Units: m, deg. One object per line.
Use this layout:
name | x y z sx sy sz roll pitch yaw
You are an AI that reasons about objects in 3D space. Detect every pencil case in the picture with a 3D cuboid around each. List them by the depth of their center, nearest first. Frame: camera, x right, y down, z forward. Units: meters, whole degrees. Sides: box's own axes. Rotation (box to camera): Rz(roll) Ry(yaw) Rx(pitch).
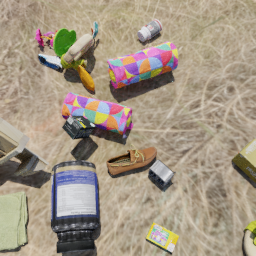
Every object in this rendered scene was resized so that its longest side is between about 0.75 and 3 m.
pencil case | -1.101 -0.506 10.331 2.613 1.155 1.155 17 67 8
pencil case | 0.593 -2.476 10.963 2.849 1.259 1.259 -20 67 -14

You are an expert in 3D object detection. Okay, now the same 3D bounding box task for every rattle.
rattle | 4.616 3.850 8.004 1.748 1.918 2.685 1 59 -16
rattle | -1.441 -3.064 11.621 1.841 1.678 2.578 32 43 2

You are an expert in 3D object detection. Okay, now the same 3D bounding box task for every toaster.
toaster | 1.138 1.544 9.556 0.764 0.845 0.502 40 67 15

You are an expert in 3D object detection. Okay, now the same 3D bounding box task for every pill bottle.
pill bottle | -1.668 2.458 8.794 1.474 1.474 2.636 -5 67 -2
pill bottle | 0.950 -4.270 12.298 1.030 0.597 0.597 -38 71 -16

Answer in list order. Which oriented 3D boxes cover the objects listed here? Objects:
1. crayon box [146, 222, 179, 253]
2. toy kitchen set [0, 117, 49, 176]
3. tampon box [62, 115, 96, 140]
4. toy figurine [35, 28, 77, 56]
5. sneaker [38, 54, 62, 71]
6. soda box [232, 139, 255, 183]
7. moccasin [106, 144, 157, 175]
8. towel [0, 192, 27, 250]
crayon box | 1.098 3.499 8.978 0.936 0.273 0.556 25 68 11
toy kitchen set | -4.115 1.577 8.614 2.204 2.701 2.437 41 46 -25
tampon box | -1.630 -0.031 9.353 0.629 0.839 0.529 44 111 20
toy figurine | -3.228 -3.905 12.024 1.423 1.161 1.546 21 45 19
sneaker | -3.205 -2.846 11.805 1.226 0.459 0.531 25 55 8
soda box | 4.879 1.646 9.472 0.840 0.889 2.624 -38 72 -15
moccasin | 0.136 1.030 9.811 1.848 0.713 0.676 -15 38 -2
towel | -4.496 3.079 9.081 2.429 0.443 1.802 -6 67 -3
